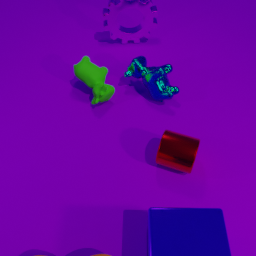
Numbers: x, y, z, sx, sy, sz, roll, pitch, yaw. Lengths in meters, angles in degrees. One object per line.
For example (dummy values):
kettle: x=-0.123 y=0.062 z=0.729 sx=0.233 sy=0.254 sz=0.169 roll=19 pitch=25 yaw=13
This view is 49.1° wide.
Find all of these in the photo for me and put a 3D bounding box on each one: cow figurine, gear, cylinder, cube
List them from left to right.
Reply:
cow figurine: x=-0.940 y=-1.267 z=7.508 sx=1.273 sy=0.699 sz=1.252 roll=32 pitch=34 yaw=-13
gear: x=0.068 y=-3.437 z=8.794 sx=1.719 sy=1.719 sz=0.318 roll=-2 pitch=55 yaw=-2
cow figurine: x=0.593 y=-1.311 z=7.587 sx=1.346 sy=1.368 sz=0.751 roll=-7 pitch=20 yaw=44
cylinder: x=1.097 y=0.512 z=6.161 sx=0.795 sy=0.795 sz=0.795 roll=16 pitch=52 yaw=13
cube: x=0.924 y=2.096 z=4.571 sx=1.194 sy=1.194 sz=1.194 roll=0 pitch=51 yaw=3

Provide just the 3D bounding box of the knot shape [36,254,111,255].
knot shape: x=-0.728 y=2.563 z=4.082 sx=1.693 sy=0.836 sz=1.809 roll=-12 pitch=64 yaw=-38
